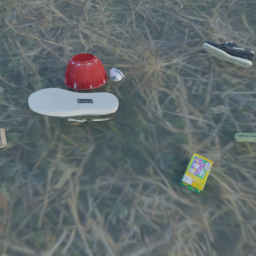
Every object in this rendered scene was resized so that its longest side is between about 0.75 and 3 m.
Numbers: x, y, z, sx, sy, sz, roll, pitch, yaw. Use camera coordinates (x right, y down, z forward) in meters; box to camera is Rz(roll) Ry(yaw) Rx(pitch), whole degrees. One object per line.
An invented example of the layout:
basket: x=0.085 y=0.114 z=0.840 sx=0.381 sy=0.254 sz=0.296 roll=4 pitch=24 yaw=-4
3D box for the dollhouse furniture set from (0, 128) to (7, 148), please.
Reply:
dollhouse furniture set: x=-3.898 y=0.306 z=7.755 sx=1.012 sy=0.524 sz=0.448 roll=-3 pitch=75 yaw=-47

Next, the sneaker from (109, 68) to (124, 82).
sneaker: x=-0.466 y=-1.757 z=9.331 sx=0.360 sy=0.341 sz=0.893 roll=-43 pitch=28 yaw=-6

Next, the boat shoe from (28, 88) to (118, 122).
boat shoe: x=-1.573 y=-0.545 z=8.216 sx=2.547 sy=0.811 sz=0.900 roll=2 pitch=54 yaw=-16

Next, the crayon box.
crayon box: x=1.887 y=1.229 z=7.684 sx=0.578 sy=0.284 sz=0.973 roll=26 pitch=60 yaw=9

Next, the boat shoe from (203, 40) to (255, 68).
boat shoe: x=3.554 y=-2.740 z=9.905 sx=1.835 sy=0.659 sz=0.620 roll=21 pitch=90 yaw=4

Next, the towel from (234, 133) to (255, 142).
towel: x=3.647 y=0.276 z=7.895 sx=1.211 sy=0.898 sz=0.221 roll=2 pitch=84 yaw=21

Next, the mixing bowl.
mixing bowl: x=-1.419 y=-1.934 z=9.160 sx=1.468 sy=0.795 sz=1.468 roll=-2 pitch=36 yaw=1
